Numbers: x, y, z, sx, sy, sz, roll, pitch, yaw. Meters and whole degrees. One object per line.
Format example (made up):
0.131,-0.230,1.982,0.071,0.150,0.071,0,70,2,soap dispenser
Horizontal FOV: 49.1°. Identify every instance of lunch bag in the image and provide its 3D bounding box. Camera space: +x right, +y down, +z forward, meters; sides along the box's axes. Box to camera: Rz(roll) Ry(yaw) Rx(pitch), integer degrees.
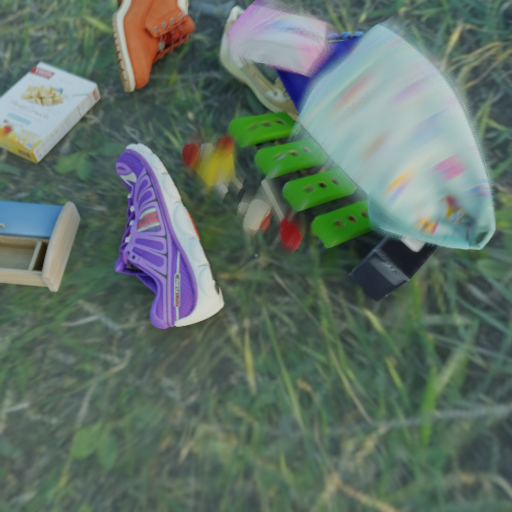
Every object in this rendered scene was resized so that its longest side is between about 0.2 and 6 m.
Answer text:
1.896,-1.404,7.023,2.592,1.581,2.208,45,25,-14,lunch bag

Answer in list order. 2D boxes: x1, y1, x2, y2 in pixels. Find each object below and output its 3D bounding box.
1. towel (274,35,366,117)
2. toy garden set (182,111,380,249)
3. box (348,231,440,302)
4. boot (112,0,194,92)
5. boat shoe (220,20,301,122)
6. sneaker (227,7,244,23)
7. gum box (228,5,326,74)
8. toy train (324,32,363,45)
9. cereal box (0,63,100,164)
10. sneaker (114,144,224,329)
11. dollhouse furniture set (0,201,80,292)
1.542,-3.049,9.983,2.225,0.551,1.643,-20,73,-25,towel
0.334,-1.068,8.853,2.280,0.546,2.735,-20,62,-35,toy garden set
2.079,-0.057,8.093,0.614,1.075,1.180,45,68,5,box
-1.962,-4.260,10.783,1.514,1.059,2.824,1,58,-6,boot
0.323,-3.365,10.252,2.422,0.762,0.883,44,65,14,boat shoe
0.294,-4.278,10.928,1.907,0.757,0.748,19,59,9,sneaker
0.314,-3.631,9.329,1.476,0.488,0.838,21,57,16,gum box
1.738,-4.049,10.903,0.923,0.527,0.400,-6,67,-3,toy train
-3.931,-2.629,10.125,1.349,0.371,1.875,24,62,14,cereal box
-1.586,-0.367,8.297,1.305,1.261,3.128,-22,62,-7,sneaker
-3.961,-0.494,7.276,1.985,3.041,2.871,4,59,3,dollhouse furniture set
